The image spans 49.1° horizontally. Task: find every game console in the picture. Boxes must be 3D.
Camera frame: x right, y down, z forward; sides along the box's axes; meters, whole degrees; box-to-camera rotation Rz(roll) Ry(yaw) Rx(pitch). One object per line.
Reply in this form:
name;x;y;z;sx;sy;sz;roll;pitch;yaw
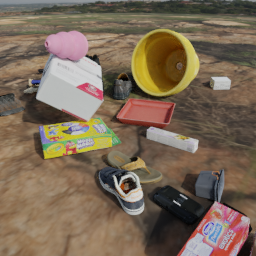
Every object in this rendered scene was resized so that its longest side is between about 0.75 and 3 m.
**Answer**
game console;1.587;1.931;6.386;1.281;0.262;2.172;-24;38;-38

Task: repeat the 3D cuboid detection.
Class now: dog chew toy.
dog chew toy;-2.029;-2.695;9.135;0.947;0.947;1.521;20;23;33

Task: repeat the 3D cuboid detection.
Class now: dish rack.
dish rack;-5.042;-0.963;11.669;1.164;0.414;1.518;-23;36;-35

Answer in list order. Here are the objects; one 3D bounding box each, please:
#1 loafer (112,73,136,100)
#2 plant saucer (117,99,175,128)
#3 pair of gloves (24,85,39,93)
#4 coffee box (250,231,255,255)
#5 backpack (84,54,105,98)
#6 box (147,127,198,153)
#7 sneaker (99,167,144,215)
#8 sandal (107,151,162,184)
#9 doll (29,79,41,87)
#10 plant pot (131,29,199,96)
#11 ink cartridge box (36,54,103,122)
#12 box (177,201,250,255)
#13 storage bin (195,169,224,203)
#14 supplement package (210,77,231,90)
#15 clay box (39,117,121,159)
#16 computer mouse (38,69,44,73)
loafer;-0.123;-2.208;13.448;0.928;0.922;2.549;3;27;8
plant saucer;0.752;-0.560;10.961;1.965;0.361;1.961;8;29;13
pair of gloves;-4.076;-1.779;13.382;1.410;0.247;1.199;8;25;10
coffee box;2.563;2.501;4.949;0.832;0.580;1.454;16;32;27
backpack;-2.333;-1.975;12.069;2.450;2.045;1.551;-6;32;0
box;1.435;0.372;9.210;1.724;0.357;0.334;16;32;29
sneaker;-0.174;1.329;7.043;0.712;0.721;1.817;-18;31;-27
sandal;0.122;1.013;7.816;1.797;0.485;0.722;27;38;31
doll;-3.939;-2.281;14.066;1.835;0.445;1.252;0;7;-3
plant pot;2.025;-2.977;13.249;2.879;2.879;2.708;17;16;29
ink cartridge box;-1.951;-1.659;9.772;1.884;1.081;2.594;25;29;-24
box;1.567;2.167;5.104;0.712;0.682;1.428;23;53;37
storage bin;2.061;1.396;7.086;0.589;0.638;0.877;2;26;26
supplement package;4.615;-2.248;14.026;0.819;0.454;0.638;-1;28;-3
clay box;-1.571;0.242;9.141;2.445;0.582;1.405;-11;26;-19
computer mouse;-4.122;-3.220;16.000;1.773;0.408;1.245;8;24;24
